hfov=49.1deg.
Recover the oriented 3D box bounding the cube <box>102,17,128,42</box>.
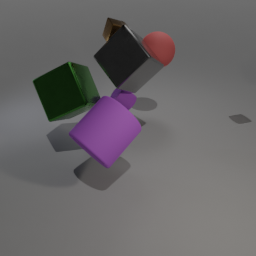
[{"bbox_3d":[-0.439,-3.487,10.188,0.700,0.700,0.700,5,37,-27],"label":"cube"}]

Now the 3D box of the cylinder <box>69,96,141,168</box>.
[{"bbox_3d":[-0.598,0.108,7.462,1.400,1.400,1.400,30,74,41],"label":"cylinder"}]

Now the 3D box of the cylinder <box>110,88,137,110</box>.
[{"bbox_3d":[-0.169,-1.079,10.149,0.700,0.700,0.700,37,18,-26],"label":"cylinder"}]

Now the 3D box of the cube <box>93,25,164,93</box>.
[{"bbox_3d":[0.052,-2.145,9.015,1.400,1.400,1.400,54,20,14],"label":"cube"}]

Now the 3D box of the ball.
[{"bbox_3d":[1.133,-3.025,10.927,1.400,1.400,1.400,0,30,0],"label":"ball"}]

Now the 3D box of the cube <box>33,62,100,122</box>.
[{"bbox_3d":[-1.889,-1.137,9.000,1.400,1.400,1.400,-22,0,16],"label":"cube"}]
